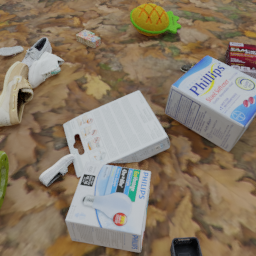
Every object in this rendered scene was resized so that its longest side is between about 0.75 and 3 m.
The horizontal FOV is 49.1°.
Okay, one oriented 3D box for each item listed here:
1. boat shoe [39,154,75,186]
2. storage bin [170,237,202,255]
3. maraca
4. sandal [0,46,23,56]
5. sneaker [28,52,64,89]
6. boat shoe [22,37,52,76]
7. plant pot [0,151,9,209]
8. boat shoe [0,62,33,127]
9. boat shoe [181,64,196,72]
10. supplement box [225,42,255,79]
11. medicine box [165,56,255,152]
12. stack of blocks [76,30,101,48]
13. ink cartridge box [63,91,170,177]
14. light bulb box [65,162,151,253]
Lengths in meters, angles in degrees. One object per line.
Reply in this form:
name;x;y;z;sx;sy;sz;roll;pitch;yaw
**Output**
boat shoe;-1.979;1.223;8.116;1.189;0.428;0.407;-36;68;-30
storage bin;1.346;3.025;6.351;0.633;0.439;0.936;-3;43;-2
maraca;1.344;-5.222;13.586;2.540;1.359;1.741;1;66;-13
sandal;-5.250;-3.383;12.555;1.170;0.287;0.476;-23;65;-36
sneaker;-3.240;-2.319;11.250;0.966;0.822;2.184;16;47;-1
boat shoe;-3.964;-3.068;11.879;0.826;0.786;2.295;18;49;16
plant pot;-4.384;1.297;6.880;2.440;2.534;2.534;7;46;-10
boat shoe;-3.904;-1.226;10.051;0.994;1.059;2.873;4;56;0
boat shoe;2.814;-2.498;11.632;1.216;0.366;0.433;10;47;9
supplement box;4.726;-2.702;11.623;1.181;0.661;2.171;9;46;8
medicine box;2.976;-0.909;9.362;2.550;1.312;2.323;34;55;21
stack of blocks;-1.827;-4.234;13.291;1.137;0.333;0.655;29;53;24
ink cartridge box;-0.448;0.229;9.056;2.911;0.688;2.330;-25;50;-2
light bulb box;-0.393;1.925;6.966;1.737;1.084;1.722;7;47;7
